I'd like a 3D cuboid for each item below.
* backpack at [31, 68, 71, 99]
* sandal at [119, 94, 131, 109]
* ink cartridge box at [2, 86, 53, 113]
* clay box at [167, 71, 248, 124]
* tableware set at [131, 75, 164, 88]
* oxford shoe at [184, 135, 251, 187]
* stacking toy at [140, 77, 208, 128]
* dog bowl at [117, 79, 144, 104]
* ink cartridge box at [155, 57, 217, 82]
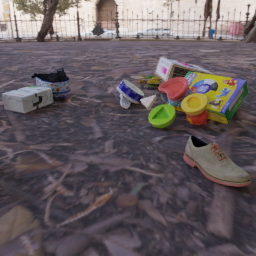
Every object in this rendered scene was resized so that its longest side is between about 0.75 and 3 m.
[{"bbox_3d":[-3.326,-1.950,12.652,1.566,1.207,1.492,-19,26,-28],"label":"backpack"},{"bbox_3d":[-0.139,-1.221,11.808,0.570,0.426,1.487,30,39,-11],"label":"sandal"},{"bbox_3d":[-4.057,-1.199,11.413,1.196,0.677,1.631,11,24,26],"label":"ink cartridge box"},{"bbox_3d":[2.807,-1.264,10.568,2.788,0.664,1.602,21,66,42],"label":"clay box"},{"bbox_3d":[1.439,-2.496,15.281,1.738,0.396,2.580,-10,22,-32],"label":"tableware set"},{"bbox_3d":[1.977,0.724,6.436,0.656,0.696,1.862,-14,25,-32],"label":"oxford shoe"},{"bbox_3d":[1.649,-0.678,9.913,1.992,0.929,2.200,-28,40,4],"label":"stacking toy"},{"bbox_3d":[0.109,-1.548,11.867,1.138,0.448,1.138,33,18,-12],"label":"dog bowl"},{"bbox_3d":[2.816,-2.715,14.184,2.277,1.038,2.764,12,19,-12],"label":"ink cartridge box"}]
